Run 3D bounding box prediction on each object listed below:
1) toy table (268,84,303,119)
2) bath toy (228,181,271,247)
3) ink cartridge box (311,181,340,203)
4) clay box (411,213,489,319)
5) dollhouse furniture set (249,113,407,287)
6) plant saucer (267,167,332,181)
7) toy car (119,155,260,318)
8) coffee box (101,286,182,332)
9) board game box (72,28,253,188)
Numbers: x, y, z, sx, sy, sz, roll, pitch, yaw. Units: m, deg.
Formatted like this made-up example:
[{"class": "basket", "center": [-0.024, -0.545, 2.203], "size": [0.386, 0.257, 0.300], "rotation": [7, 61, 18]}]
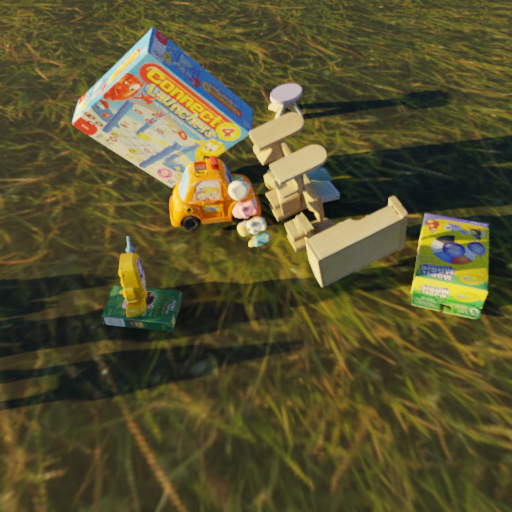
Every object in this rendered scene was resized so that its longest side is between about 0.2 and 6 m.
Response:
[{"class": "toy table", "center": [0.745, -3.885, 14.230], "size": [0.971, 0.619, 1.057], "rotation": [32, 51, 29]}, {"class": "bath toy", "center": [-0.157, -0.712, 9.144], "size": [0.491, 1.130, 0.418], "rotation": [-21, 21, 6]}, {"class": "ink cartridge box", "center": [1.223, -1.385, 11.883], "size": [0.846, 0.183, 0.831], "rotation": [-13, 40, -11]}, {"class": "clay box", "center": [3.508, 0.136, 10.073], "size": [1.213, 0.502, 2.111], "rotation": [11, 44, 13]}, {"class": "dollhouse furniture set", "center": [1.229, -0.977, 9.589], "size": [1.597, 2.254, 2.454], "rotation": [-26, 59, -3]}, {"class": "plant saucer", "center": [0.897, -1.738, 11.577], "size": [1.379, 0.248, 1.379], "rotation": [4, 12, -1]}, {"class": "toy car", "center": [-1.046, -0.604, 10.048], "size": [1.899, 1.288, 3.872], "rotation": [4, 37, 8]}, {"class": "coffee box", "center": [-1.911, 0.887, 9.458], "size": [1.206, 0.265, 0.742], "rotation": [4, 44, 5]}, {"class": "board game box", "center": [-1.778, -2.669, 10.756], "size": [2.433, 2.484, 0.694], "rotation": [-26, 46, 38]}]
